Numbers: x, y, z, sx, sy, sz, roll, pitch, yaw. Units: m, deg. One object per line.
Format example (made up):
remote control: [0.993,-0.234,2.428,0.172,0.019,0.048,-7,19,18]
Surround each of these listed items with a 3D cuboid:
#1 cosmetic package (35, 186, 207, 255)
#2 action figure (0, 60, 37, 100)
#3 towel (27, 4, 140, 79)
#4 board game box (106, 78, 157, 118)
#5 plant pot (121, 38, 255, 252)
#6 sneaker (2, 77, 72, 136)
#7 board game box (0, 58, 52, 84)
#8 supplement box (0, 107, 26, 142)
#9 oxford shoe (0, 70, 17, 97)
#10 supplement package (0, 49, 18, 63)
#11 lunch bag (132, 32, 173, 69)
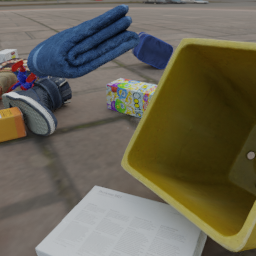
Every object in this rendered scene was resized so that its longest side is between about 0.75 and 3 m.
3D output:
cosmetic package: [-0.028,1.663,4.073,2.025,0.523,1.527,8,31,27]
action figure: [-3.557,-1.261,9.146,1.218,0.803,2.460,-52,10,-13]
towel: [-1.122,-1.619,5.621,1.641,0.713,2.940,-35,26,-19]
board game box: [0.237,-0.941,8.814,1.660,0.855,0.870,17,32,29]
plant pot: [1.887,0.289,4.564,2.481,2.425,2.409,23,4,-39]
sneaker: [-2.287,-0.766,8.287,1.952,1.027,2.702,-25,36,-34]
board game box: [-4.260,-2.474,12.093,2.852,0.494,1.932,8,29,14]
supplement box: [-3.744,0.051,7.121,2.060,0.686,0.709,-16,32,-29]
oxford shoe: [-4.471,-1.071,9.151,1.020,0.961,2.728,19,40,15]
supplement package: [-6.019,-3.507,13.918,0.600,0.624,1.096,4,28,10]
lunch bag: [1.045,-3.677,13.174,1.834,1.246,1.213,20,19,-22]
